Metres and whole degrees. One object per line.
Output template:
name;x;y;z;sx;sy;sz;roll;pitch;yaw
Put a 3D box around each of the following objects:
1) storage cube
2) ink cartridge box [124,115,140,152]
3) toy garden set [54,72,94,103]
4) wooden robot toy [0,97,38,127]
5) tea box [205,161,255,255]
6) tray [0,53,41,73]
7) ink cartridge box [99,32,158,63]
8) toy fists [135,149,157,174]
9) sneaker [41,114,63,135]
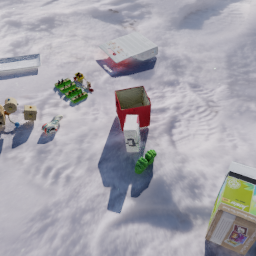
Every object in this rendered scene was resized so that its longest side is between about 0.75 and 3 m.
storage cube;0.177;-0.691;10.017;1.232;1.107;1.053;-11;49;-9
ink cartridge box;0.150;0.188;9.217;0.433;1.027;0.744;1;44;9
toy garden set;-2.149;-1.795;11.736;1.302;0.312;1.562;-31;53;-27
wooden robot toy;-4.719;-0.683;10.155;2.685;1.183;1.218;-12;35;-13
tea box;2.765;2.000;7.028;1.056;1.580;1.555;18;48;17
tray;-5.085;-2.966;12.976;2.098;0.233;1.126;-10;47;-10
ink cartridge box;0.007;-3.800;13.672;2.320;0.548;1.857;-27;51;-18
toy fists;0.560;1.040;8.780;0.323;0.478;0.939;33;54;29
sneaker;-2.628;-0.102;10.084;0.439;0.330;0.938;38;55;16
